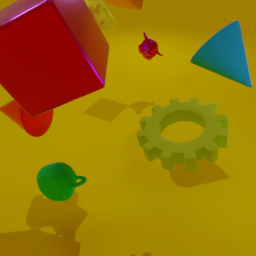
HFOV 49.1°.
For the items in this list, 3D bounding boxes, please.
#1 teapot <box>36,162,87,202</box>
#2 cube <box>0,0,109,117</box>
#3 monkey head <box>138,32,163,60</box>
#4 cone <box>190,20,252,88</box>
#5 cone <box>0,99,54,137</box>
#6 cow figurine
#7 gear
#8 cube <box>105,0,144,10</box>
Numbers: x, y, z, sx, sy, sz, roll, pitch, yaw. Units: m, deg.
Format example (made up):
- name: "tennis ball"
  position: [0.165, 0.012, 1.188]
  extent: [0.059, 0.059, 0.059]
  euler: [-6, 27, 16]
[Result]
- name: "teapot"
  position: [-1.140, 0.831, 4.542]
  extent: [1.059, 0.659, 0.519]
  euler: [0, 27, 26]
- name: "cube"
  position: [-1.182, -1.219, 4.203]
  extent: [1.324, 1.324, 1.324]
  euler: [-20, 39, 17]
- name: "monkey head"
  position: [0.743, -2.631, 9.272]
  extent: [0.630, 1.045, 0.752]
  euler: [-45, 21, -2]
- name: "cone"
  position: [2.489, -1.500, 6.670]
  extent: [1.410, 1.410, 1.415]
  euler: [-31, 80, -35]
- name: "cone"
  position: [-1.990, -0.320, 5.076]
  extent: [0.903, 0.899, 0.899]
  euler: [5, 36, 18]
- name: "cow figurine"
  position: [-0.976, -1.756, 5.393]
  extent: [1.525, 1.500, 0.837]
  euler: [-33, 74, -16]
- name: "gear"
  position: [0.830, 0.046, 4.308]
  extent: [1.353, 0.250, 1.353]
  euler: [-10, 42, 9]
- name: "cube"
  position: [-0.120, -4.475, 8.847]
  extent: [1.056, 1.056, 1.056]
  euler: [19, 13, 24]
